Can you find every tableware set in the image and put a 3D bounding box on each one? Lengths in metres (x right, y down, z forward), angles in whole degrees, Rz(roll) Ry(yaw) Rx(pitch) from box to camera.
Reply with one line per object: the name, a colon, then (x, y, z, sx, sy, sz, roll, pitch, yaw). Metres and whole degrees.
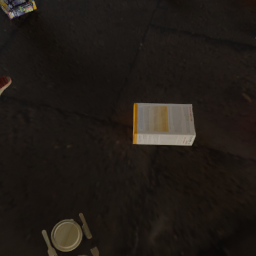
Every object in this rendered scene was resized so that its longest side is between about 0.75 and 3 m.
tableware set: (-1.152, 2.663, 5.931, 0.943, 0.286, 1.427, -19, 65, -25)

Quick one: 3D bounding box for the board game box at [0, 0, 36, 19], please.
board game box: (-4.197, -4.697, 10.405, 1.062, 0.364, 1.285, -32, 64, -16)

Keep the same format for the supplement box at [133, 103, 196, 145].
supplement box: (0.926, -0.098, 7.439, 1.566, 0.576, 0.987, 2, 58, 1)

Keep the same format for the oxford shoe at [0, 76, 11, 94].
oxford shoe: (-3.740, -1.081, 7.938, 1.093, 0.409, 0.385, -30, 69, 1)
